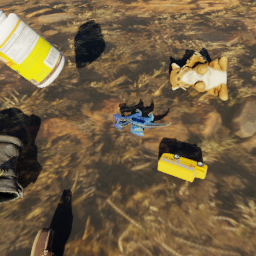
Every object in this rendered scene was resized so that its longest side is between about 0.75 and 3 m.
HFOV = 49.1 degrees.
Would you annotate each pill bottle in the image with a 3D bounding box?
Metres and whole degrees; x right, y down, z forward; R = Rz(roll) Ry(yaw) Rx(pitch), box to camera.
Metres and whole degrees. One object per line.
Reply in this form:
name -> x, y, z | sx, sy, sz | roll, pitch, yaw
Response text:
pill bottle -> -3.505, -2.638, 9.170 | 1.464, 2.680, 1.464 | -28, 42, 29

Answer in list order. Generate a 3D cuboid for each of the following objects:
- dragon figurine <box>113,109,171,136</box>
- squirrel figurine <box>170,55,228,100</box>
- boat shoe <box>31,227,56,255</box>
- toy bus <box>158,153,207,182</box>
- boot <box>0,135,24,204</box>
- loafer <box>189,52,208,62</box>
dragon figurine -> 0.449, -0.131, 10.223 | 2.089, 0.615, 1.039 | 22, 43, 27
squirrel figurine -> 3.094, -2.319, 12.523 | 2.355, 1.786, 2.523 | -3, 22, 13
boat shoe -> -1.863, 3.035, 6.176 | 0.601, 0.602, 1.709 | -2, 45, 6
toy bus -> 1.672, 1.223, 8.602 | 1.399, 0.455, 0.548 | 17, 41, 21
boot -> -4.418, 1.239, 8.165 | 2.824, 0.978, 2.458 | -4, 37, -9
loafer -> 3.729, -3.258, 14.213 | 0.730, 0.659, 1.930 | -15, 40, -18
